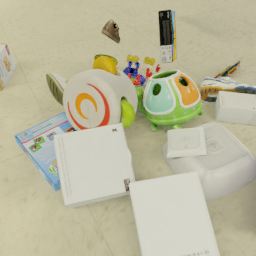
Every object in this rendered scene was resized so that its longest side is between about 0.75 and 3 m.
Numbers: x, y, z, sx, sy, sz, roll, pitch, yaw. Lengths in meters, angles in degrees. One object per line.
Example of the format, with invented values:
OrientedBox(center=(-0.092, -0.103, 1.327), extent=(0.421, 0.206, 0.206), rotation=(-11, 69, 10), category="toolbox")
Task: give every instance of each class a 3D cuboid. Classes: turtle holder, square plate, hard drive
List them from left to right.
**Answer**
OrientedBox(center=(1.453, -1.153, 10.536), extent=(2.030, 1.898, 2.672), rotation=(-26, 24, -14), category="turtle holder")
OrientedBox(center=(1.187, 2.630, 6.988), extent=(1.864, 0.377, 2.826), rotation=(-8, 71, -8), category="hard drive")
OrientedBox(center=(1.861, 0.407, 9.032), extent=(1.245, 0.177, 1.233), rotation=(-6, 41, 15), category="square plate")

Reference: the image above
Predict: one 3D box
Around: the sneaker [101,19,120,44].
OrientedBox(center=(-0.510, -3.671, 10.703), extent=(0.564, 0.605, 1.601), rotation=(34, 13, 4), category="sneaker")

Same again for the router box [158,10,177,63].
OrientedBox(center=(1.434, -3.259, 9.984), extent=(0.437, 1.710, 1.275), rotation=(0, 20, 17), category="router box")

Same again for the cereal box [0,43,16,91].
OrientedBox(center=(-5.778, -2.815, 12.789), extent=(0.385, 1.401, 1.947), rotation=(2, 45, 2), category="cereal box")

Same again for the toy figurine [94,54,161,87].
OrientedBox(center=(-0.148, -2.016, 11.845), extent=(2.778, 1.664, 1.465), rotation=(4, 62, -12), category="toy figurine")

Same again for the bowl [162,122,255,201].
OrientedBox(center=(2.735, 0.865, 9.275), extent=(2.615, 0.976, 2.612), rotation=(-18, 47, -19), category="bowl")

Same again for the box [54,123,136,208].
OrientedBox(center=(-0.970, 1.114, 8.203), extent=(2.020, 1.320, 2.009), rotation=(-10, 73, -11), category="box")

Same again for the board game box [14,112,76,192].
OrientedBox(center=(-2.378, 0.679, 9.783), extent=(2.042, 0.494, 2.699), rotation=(-31, 52, -28), category="board game box")

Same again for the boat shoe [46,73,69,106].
OrientedBox(center=(-2.404, -1.447, 11.717), extent=(0.955, 1.043, 2.792), rotation=(-29, 61, -30), category="boat shoe")

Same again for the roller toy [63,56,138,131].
OrientedBox(center=(-0.929, -0.941, 9.773), extent=(2.521, 2.299, 1.761), rotation=(57, 36, -1), category="roller toy")

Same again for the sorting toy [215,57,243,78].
OrientedBox(center=(4.850, -2.755, 13.154), extent=(1.936, 0.934, 0.328), rotation=(-33, 83, -25), category="sorting toy")

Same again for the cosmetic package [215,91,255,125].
OrientedBox(center=(4.503, -0.763, 11.061), extent=(1.947, 0.826, 1.048), rotation=(7, 46, 5), category="cosmetic package")

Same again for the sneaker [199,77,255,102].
OrientedBox(center=(4.483, -1.703, 11.885), extent=(2.781, 1.047, 1.226), rotation=(12, 45, 11), category="sneaker")
